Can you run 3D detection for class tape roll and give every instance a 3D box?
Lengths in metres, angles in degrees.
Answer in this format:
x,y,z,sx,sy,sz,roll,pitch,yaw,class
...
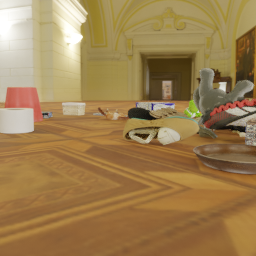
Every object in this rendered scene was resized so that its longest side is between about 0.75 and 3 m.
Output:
x,y,z,sx,sy,sz,roll,pitch,yaw,class
-3.990,-0.279,10.009,1.181,0.811,1.181,0,7,0,tape roll

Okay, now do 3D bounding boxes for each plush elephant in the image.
x,y,z,sx,sy,sz,roll,pitch,yaw,class
3.329,-0.710,10.316,1.910,2.319,1.796,17,-9,23,plush elephant

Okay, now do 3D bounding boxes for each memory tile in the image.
x,y,z,sx,sy,sz,roll,pitch,yaw,class
1.866,-0.391,11.110,1.589,0.174,2.074,29,22,24,memory tile

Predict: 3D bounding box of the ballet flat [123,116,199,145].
x,y,z,sx,sy,sz,roll,pitch,yaw,class
0.796,0.147,7.455,2.213,0.760,0.698,0,49,40,ballet flat

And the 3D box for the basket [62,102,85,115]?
x,y,z,sx,sy,sz,roll,pitch,yaw,class
-3.374,-1.193,17.448,1.240,0.765,0.840,4,8,24,basket

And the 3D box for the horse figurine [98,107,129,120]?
x,y,z,sx,sy,sz,roll,pitch,yaw,class
-0.728,-0.699,14.512,1.692,0.422,1.122,6,22,-20,horse figurine

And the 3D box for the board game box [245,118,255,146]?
x,y,z,sx,sy,sz,roll,pitch,yaw,class
3.571,0.207,6.348,1.557,0.754,1.241,3,8,29,board game box

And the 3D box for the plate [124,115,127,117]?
x,y,z,sx,sy,sz,roll,pitch,yaw,class
-0.439,-0.606,15.393,0.930,0.119,0.930,0,6,0,plate

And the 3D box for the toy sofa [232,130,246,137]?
x,y,z,sx,sy,sz,roll,pitch,yaw,class
3.812,0.022,9.258,0.480,0.407,0.984,0,7,8,toy sofa

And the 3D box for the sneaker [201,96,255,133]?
x,y,z,sx,sy,sz,roll,pitch,yaw,class
3.455,-0.184,7.709,2.829,1.382,1.000,-11,-14,29,sneaker

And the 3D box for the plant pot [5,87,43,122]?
x,y,z,sx,sy,sz,roll,pitch,yaw,class
-5.142,-1.164,13.666,1.890,1.672,1.890,-1,7,0,plant pot

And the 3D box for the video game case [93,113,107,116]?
x,y,z,sx,sy,sz,roll,pitch,yaw,class
-1.454,-0.863,17.432,0.972,0.117,1.067,5,8,35,video game case

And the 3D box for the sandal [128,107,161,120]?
x,y,z,sx,sy,sz,roll,pitch,yaw,class
0.894,-0.456,11.975,1.975,0.742,0.473,8,9,-16,sandal

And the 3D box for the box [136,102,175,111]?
x,y,z,sx,sy,sz,roll,pitch,yaw,class
1.466,-0.976,15.341,1.492,0.851,1.622,-4,8,-33,box

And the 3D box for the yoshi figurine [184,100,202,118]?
x,y,z,sx,sy,sz,roll,pitch,yaw,class
3.706,-1.029,15.450,1.032,1.028,1.836,12,15,29,yoshi figurine

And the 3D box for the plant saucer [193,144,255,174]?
x,y,z,sx,sy,sz,roll,pitch,yaw,class
2.157,0.575,5.398,1.759,0.282,1.759,0,8,0,plant saucer

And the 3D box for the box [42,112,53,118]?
x,y,z,sx,sy,sz,roll,pitch,yaw,class
-5.108,-0.731,15.554,1.605,0.320,1.099,0,7,-4,box

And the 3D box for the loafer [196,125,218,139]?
x,y,z,sx,sy,sz,roll,pitch,yaw,class
2.393,0.178,8.697,0.334,0.309,0.889,33,-1,-33,loafer
